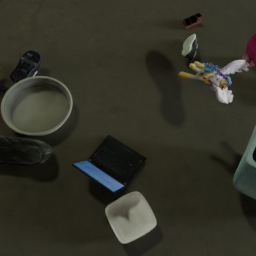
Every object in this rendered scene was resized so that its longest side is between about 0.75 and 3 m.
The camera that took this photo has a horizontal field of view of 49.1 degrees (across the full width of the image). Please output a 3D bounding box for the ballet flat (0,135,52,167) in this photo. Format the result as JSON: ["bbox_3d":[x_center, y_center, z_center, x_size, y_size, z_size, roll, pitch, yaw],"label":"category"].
[{"bbox_3d":[-3.798,0.675,8.652,2.943,0.836,0.978,9,92,9],"label":"ballet flat"}]

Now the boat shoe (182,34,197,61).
[{"bbox_3d":[2.467,-3.155,10.996,0.445,0.558,1.476,43,51,-22],"label":"boat shoe"}]

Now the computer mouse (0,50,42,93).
[{"bbox_3d":[-4.111,-2.049,10.336,1.431,0.469,2.038,20,73,7],"label":"computer mouse"}]

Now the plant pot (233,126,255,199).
[{"bbox_3d":[4.148,1.010,7.296,2.423,2.468,2.416,27,62,15],"label":"plant pot"}]

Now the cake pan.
[{"bbox_3d":[-3.016,-0.705,9.410,2.292,0.420,2.292,2,63,-4],"label":"cake pan"}]

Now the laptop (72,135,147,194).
[{"bbox_3d":[-0.505,0.978,8.247,1.508,0.879,1.701,31,64,17],"label":"laptop"}]

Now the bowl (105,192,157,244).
[{"bbox_3d":[0.075,2.443,7.626,1.159,0.433,1.158,-25,62,-13],"label":"bowl"}]

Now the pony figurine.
[{"bbox_3d":[2.333,-1.327,7.481,1.419,1.224,1.470,-7,30,-38],"label":"pony figurine"}]

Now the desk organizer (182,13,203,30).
[{"bbox_3d":[2.736,-4.544,11.881,0.861,0.332,0.309,-29,63,-16],"label":"desk organizer"}]

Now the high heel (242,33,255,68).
[{"bbox_3d":[5.197,-2.139,9.837,0.950,1.353,2.820,-19,61,-11],"label":"high heel"}]
